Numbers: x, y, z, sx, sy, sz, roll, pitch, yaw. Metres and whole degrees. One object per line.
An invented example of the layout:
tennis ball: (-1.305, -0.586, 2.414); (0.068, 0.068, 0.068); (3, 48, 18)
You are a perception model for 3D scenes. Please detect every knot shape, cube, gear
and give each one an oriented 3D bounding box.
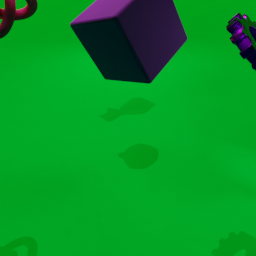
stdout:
knot shape: (-2.091, -2.125, 4.734); (1.083, 1.158, 0.535); (-5, 32, -8)
cube: (0.029, -1.179, 3.441); (0.879, 0.879, 0.879); (15, 58, 46)
gear: (2.174, -1.413, 4.768); (1.200, 0.222, 1.200); (21, 50, -28)
